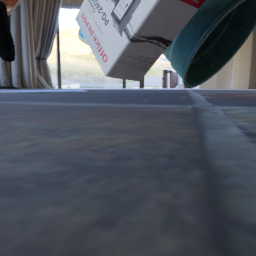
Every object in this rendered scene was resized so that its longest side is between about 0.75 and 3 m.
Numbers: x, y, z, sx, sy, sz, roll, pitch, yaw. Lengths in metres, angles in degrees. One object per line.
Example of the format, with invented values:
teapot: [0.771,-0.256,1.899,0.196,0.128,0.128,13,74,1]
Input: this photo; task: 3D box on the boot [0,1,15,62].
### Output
boot: [-2.193,-1.398,4.191,0.372,1.007,0.825,30,43,33]

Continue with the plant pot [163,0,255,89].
plant pot: [1.268,-2.410,6.035,2.175,2.221,2.221,48,32,20]

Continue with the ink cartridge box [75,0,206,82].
ink cartridge box: [0.130,-1.819,4.100,0.788,1.373,1.891,-3,-34,-43]

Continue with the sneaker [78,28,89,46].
sneaker: [-0.839,-3.189,9.046,1.027,1.178,2.620,-1,29,-30]

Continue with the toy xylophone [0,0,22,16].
toy xylophone: [-2.285,-2.730,5.062,1.565,2.138,0.537,7,-27,26]
